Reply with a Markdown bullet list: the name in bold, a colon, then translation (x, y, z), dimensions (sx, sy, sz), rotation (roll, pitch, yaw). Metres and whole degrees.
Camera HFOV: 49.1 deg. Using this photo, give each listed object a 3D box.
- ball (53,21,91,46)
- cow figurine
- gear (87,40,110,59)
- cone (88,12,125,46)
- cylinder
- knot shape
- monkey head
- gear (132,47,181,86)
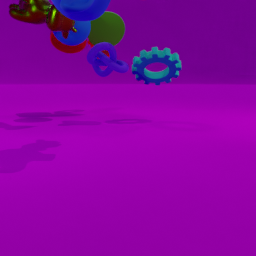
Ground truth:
- **ball**: translation (-1.740, -3.138, 8.562), dimensions (1.184, 1.184, 1.184), rotation (0, 10, 0)
- **cow figurine**: translation (-2.186, -3.041, 7.341), dimensions (1.684, 0.939, 1.711), rotation (9, 23, -27)
- **gear**: translation (-1.112, -3.495, 11.276), dimensions (0.265, 1.435, 1.435), rotation (-3, 7, 29)
- **cone**: translation (-0.940, -3.861, 10.185), dimensions (1.366, 1.366, 1.371), rotation (-3, 47, -19)
- **cylinder**: translation (-2.074, -3.534, 9.954), dimensions (1.255, 1.255, 1.255), rotation (-1, -27, -1)
- **knot shape**: translation (-0.709, -1.965, 8.322), dimensions (1.313, 0.607, 1.229), rotation (28, -17, -33)
- **monkey head**: translation (-0.464, -2.141, 4.074), dimensions (1.360, 1.139, 1.891), rotation (4, 26, -1)
- **gear**: translation (0.877, -1.870, 8.668), dimensions (1.491, 0.276, 1.491), rotation (1, -27, 0)
